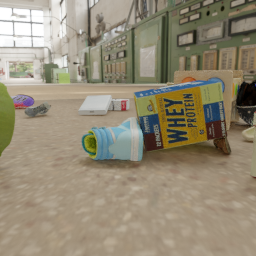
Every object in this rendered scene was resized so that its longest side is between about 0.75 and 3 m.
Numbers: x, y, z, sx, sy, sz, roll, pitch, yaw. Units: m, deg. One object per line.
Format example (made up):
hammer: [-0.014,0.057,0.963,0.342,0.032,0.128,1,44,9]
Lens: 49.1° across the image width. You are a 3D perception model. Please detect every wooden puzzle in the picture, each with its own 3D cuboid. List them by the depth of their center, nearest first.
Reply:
wooden puzzle: [4.239,0.063,7.247,2.023,0.377,1.872,3,10,39]

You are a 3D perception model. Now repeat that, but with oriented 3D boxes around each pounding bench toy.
pounding bench toy: [2.228,-1.072,9.697,2.892,1.797,2.256,7,13,31]

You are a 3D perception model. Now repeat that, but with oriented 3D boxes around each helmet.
helmet: [4.274,-0.770,9.035,1.548,1.476,1.548,11,-9,2]

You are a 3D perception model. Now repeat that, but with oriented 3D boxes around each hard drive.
hard drive: [-1.404,-1.028,12.295,1.157,0.234,1.755,-1,26,6]

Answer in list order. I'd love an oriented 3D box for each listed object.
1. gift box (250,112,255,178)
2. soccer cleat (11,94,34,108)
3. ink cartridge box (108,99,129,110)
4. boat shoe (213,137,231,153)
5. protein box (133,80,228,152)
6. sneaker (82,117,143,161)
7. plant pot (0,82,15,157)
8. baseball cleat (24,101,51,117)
gift box: [2.824,0.201,4.542,1.366,1.275,1.260,-10,16,-38]
soccer cleat: [-5.696,-1.197,13.626,2.149,0.733,0.786,1,35,-17]
ink cartridge box: [-0.559,-1.119,13.359,1.136,0.474,0.825,2,11,9]
boat shoe: [2.100,0.366,6.311,0.324,0.342,0.952,-16,9,16]
protein box: [1.152,-0.388,6.854,1.831,1.235,1.817,-11,11,1]
sneaker: [-0.369,0.174,6.103,1.224,0.745,1.874,0,10,-5]
plant pot: [-3.397,-0.219,4.634,2.596,2.596,2.465,8,2,35]
baseball cleat: [-3.600,-0.804,11.278,0.692,0.453,1.300,-42,-3,20]
